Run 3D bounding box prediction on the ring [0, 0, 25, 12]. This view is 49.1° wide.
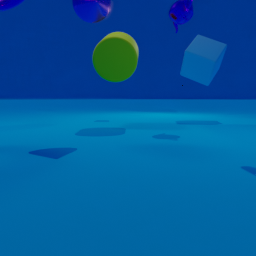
[{"bbox_3d":[-2.478,-2.824,5.684,1.212,0.242,1.212,-33,0,0],"label":"ring"}]

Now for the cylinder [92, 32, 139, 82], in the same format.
[{"bbox_3d":[-0.346,-2.228,8.692,1.320,1.320,1.320,0,25,4],"label":"cylinder"}]

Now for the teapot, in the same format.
[{"bbox_3d":[1.556,-3.284,8.106,0.733,0.577,1.179,-16,-19,-22],"label":"teapot"}]

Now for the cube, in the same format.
[{"bbox_3d":[3.071,-2.774,11.473,1.284,1.284,1.284,27,58,18],"label":"cube"}]

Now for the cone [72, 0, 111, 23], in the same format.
[{"bbox_3d":[-0.711,-2.621,5.821,0.847,0.847,0.851,-1,22,-13],"label":"cone"}]
